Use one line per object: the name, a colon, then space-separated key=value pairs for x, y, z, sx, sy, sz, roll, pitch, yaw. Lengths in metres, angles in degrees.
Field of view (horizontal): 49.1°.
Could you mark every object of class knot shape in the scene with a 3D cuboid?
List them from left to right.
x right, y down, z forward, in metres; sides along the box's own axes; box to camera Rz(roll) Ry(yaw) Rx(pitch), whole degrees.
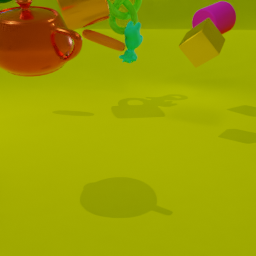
knot shape: x=-0.291 y=-4.425 z=10.217 sx=1.576 sy=1.684 sz=0.778 roll=24 pitch=2 yaw=-29

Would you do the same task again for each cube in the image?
cube: x=1.841 y=-2.105 z=6.954 sx=0.733 sy=0.733 sz=0.733 roll=-25 pitch=26 yaw=47

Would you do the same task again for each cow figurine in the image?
cow figurine: x=0.103 y=-2.946 z=9.827 sx=0.672 sy=1.224 sz=1.204 roll=14 pitch=60 yaw=17

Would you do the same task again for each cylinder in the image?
cylinder: x=-1.422 y=-3.897 z=8.694 sx=1.390 sy=1.390 sz=1.390 roll=-19 pitch=23 yaw=-3
cylinder: x=2.725 y=-3.392 z=8.893 sx=0.981 sy=0.981 sz=0.981 roll=-30 pitch=33 yaw=-26

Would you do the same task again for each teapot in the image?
teapot: x=-1.541 y=-1.438 z=4.256 sx=2.047 sy=1.002 sz=1.273 roll=20 pitch=41 yaw=21

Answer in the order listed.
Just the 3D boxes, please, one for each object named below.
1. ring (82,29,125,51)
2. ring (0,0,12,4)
ring: x=-0.853 y=-3.093 z=9.897 sx=1.594 sy=0.319 sz=1.594 roll=19 pitch=13 yaw=-4
ring: x=-3.900 y=-4.437 z=8.305 sx=1.377 sy=1.377 sz=0.275 roll=3 pitch=33 yaw=8
